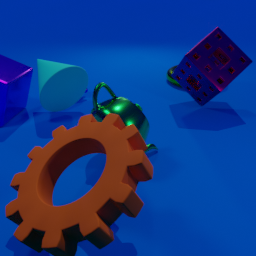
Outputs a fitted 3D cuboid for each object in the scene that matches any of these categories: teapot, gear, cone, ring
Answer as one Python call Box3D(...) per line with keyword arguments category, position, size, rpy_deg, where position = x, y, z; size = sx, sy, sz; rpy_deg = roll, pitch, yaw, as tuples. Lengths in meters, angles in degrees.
Box3D(category="teapot", position=(-0.063, -0.048, 5.674), size=(1.002, 2.046, 1.272), rpy_deg=(-46, 28, -17))
Box3D(category="gear", position=(-0.686, 0.667, 3.838), size=(2.028, 0.375, 2.028), rpy_deg=(-17, 42, 17))
Box3D(category="cone", position=(-2.088, -1.458, 7.588), size=(1.457, 1.457, 1.462), rpy_deg=(-25, 59, -37))
Box3D(category="ring", position=(2.376, -1.894, 10.123), size=(1.987, 0.397, 1.987), rpy_deg=(0, 29, 0))

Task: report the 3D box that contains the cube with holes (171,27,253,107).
Box3D(category="cube with holes", position=(2.264, -1.644, 7.797), size=(1.299, 1.299, 1.299), rpy_deg=(-42, 85, -14))

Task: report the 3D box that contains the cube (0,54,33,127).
Box3D(category="cube", position=(-3.472, -1.062, 7.345), size=(1.296, 1.296, 1.296), rpy_deg=(23, 31, -1))

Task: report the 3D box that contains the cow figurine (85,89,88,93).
Box3D(category="cow figurine", position=(-1.819, -1.395, 8.566), size=(1.005, 0.989, 0.552), rpy_deg=(-27, 21, -9))
